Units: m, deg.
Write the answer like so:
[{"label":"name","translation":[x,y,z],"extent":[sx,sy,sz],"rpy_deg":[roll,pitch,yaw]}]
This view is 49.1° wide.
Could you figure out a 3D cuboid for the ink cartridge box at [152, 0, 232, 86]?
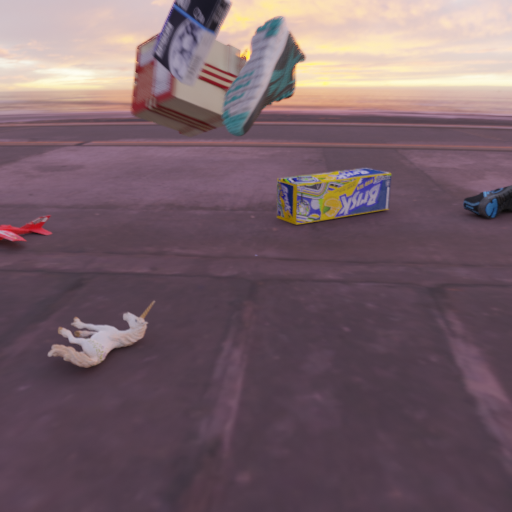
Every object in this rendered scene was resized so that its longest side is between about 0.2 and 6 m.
[{"label":"ink cartridge box","translation":[-1.008,-3.217,7.839],"extent":[0.270,1.234,1.246],"rpy_deg":[4,35,-46]}]

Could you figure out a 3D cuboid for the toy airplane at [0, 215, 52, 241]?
[{"label":"toy airplane","translation":[-5.268,-0.558,12.021],"extent":[1.871,0.344,1.871],"rpy_deg":[5,22,-2]}]

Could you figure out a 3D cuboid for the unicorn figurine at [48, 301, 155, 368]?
[{"label":"unicorn figurine","translation":[-1.998,1.049,7.202],"extent":[0.916,0.492,1.333],"rpy_deg":[14,35,9]}]

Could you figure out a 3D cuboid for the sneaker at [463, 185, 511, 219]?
[{"label":"sneaker","translation":[6.072,-1.456,14.117],"extent":[1.982,0.726,0.812],"rpy_deg":[-13,22,-33]}]

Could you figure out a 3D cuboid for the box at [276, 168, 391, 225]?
[{"label":"box","translation":[1.940,-1.508,13.805],"extent":[2.876,1.008,0.925],"rpy_deg":[-11,22,-29]}]

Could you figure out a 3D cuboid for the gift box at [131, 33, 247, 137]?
[{"label":"gift box","translation":[-1.360,-3.839,12.084],"extent":[1.906,2.041,1.884],"rpy_deg":[11,-6,-43]}]

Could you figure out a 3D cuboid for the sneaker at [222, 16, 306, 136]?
[{"label":"sneaker","translation":[0.220,-2.654,8.688],"extent":[0.951,2.086,0.809],"rpy_deg":[35,-18,-37]}]
